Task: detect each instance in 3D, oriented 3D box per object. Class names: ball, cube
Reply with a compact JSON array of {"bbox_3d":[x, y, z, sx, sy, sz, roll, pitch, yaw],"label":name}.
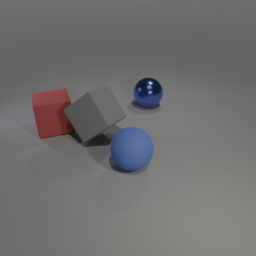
[{"bbox_3d":[0.128,0.660,9.005,1.400,1.400,1.400,0,30,0],"label":"ball"},{"bbox_3d":[-1.183,-0.538,10.362,1.400,1.400,1.400,-31,1,30],"label":"cube"},{"bbox_3d":[0.944,-1.655,13.135,1.400,1.400,1.400,0,30,0],"label":"ball"},{"bbox_3d":[-3.005,-0.622,11.255,1.400,1.400,1.400,-11,31,-15],"label":"cube"}]
